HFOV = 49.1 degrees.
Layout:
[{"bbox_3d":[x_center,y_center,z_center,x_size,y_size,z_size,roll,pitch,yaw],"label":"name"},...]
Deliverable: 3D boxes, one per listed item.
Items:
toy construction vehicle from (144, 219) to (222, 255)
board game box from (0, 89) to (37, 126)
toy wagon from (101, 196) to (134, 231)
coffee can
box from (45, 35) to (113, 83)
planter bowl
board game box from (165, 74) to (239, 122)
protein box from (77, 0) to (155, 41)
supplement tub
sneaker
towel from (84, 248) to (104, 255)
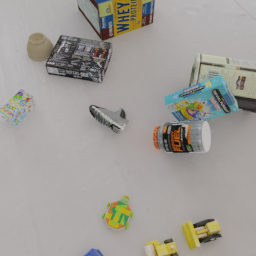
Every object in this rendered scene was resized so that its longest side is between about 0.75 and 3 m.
[{"bbox_3d":[1.750,3.669,7.749,2.357,0.830,2.052,-11,58,-7],"label":"toy construction vehicle"},{"bbox_3d":[-4.185,-0.774,10.678,0.623,0.635,1.210,31,63,11],"label":"board game box"},{"bbox_3d":[-0.267,2.609,8.791,0.881,0.225,1.135,20,60,12],"label":"toy wagon"},{"bbox_3d":[3.689,-1.706,10.555,2.564,1.876,1.876,10,58,7],"label":"coffee can"},{"bbox_3d":[-2.076,-3.041,12.169,2.450,0.610,1.932,10,58,6],"label":"box"},{"bbox_3d":[-3.955,-3.692,12.469,1.229,0.827,1.229,0,58,0],"label":"planter bowl"},{"bbox_3d":[2.515,-0.841,9.625,2.023,1.527,0.475,-19,49,30],"label":"board game box"},{"bbox_3d":[-0.667,-6.192,13.383,2.868,1.949,2.889,-24,61,-15],"label":"protein box"},{"bbox_3d":[1.809,0.309,9.473,1.763,1.080,1.080,-4,53,31],"label":"supplement tub"},{"bbox_3d":[-0.648,-0.529,10.652,1.588,0.596,0.917,37,59,10],"label":"sneaker"},{"bbox_3d":[-0.780,4.870,7.289,2.007,0.331,2.773,-37,65,-20],"label":"towel"}]
